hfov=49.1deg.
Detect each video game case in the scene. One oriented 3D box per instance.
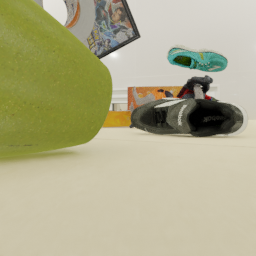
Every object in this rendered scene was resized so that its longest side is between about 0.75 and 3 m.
[{"bbox_3d":[-0.870,-3.610,9.344,2.010,2.224,0.284,-21,2,25],"label":"video game case"}]

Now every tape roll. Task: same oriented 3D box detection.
[{"bbox_3d":[-1.827,-3.025,7.099,2.017,2.017,0.666,-2,10,-42],"label":"tape roll"}]

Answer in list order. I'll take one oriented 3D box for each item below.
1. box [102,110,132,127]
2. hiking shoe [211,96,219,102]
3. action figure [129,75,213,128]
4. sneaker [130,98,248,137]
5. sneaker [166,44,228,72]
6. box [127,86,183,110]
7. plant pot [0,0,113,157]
[{"bbox_3d":[-1.035,-0.268,8.315,2.636,0.547,1.569,-4,4,-33],"label":"box"},{"bbox_3d":[4.139,-0.495,11.522,2.621,0.992,1.319,9,20,-47],"label":"hiking shoe"},{"bbox_3d":[1.255,-0.346,7.628,2.405,1.300,2.486,6,-26,-1],"label":"action figure"},{"bbox_3d":[0.814,-0.188,4.310,1.881,0.625,0.851,3,0,26],"label":"sneaker"},{"bbox_3d":[2.428,-2.308,9.895,2.187,0.848,0.871,9,38,2],"label":"sneaker"},{"bbox_3d":[1.104,-0.738,9.630,2.138,1.330,1.042,0,2,12],"label":"box"},{"bbox_3d":[-0.908,-0.346,1.904,1.496,1.400,1.400,16,-8,-36],"label":"plant pot"}]
